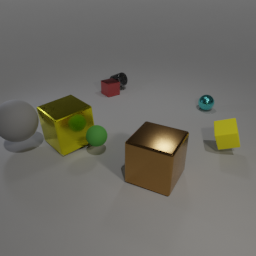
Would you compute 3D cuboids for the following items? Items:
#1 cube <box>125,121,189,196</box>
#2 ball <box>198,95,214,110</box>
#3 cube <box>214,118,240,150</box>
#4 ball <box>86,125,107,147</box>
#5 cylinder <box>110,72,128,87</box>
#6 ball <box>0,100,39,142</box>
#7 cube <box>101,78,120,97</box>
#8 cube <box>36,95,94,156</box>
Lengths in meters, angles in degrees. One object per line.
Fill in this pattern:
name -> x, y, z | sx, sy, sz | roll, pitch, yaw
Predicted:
cube -> 0.831, 0.834, 8.121 | 1.400, 1.400, 1.400 | 15, 32, 23
ball -> 3.473, -1.131, 12.429 | 0.700, 0.700, 0.700 | 0, 29, 0
cube -> 3.245, 0.197, 9.197 | 0.700, 0.700, 0.700 | -9, 42, 23
ball -> -1.018, 0.255, 9.099 | 0.700, 0.700, 0.700 | 0, 29, 0
cylinder -> -0.499, -2.498, 14.702 | 0.700, 0.700, 0.700 | -8, 17, 43
ball -> -3.681, -0.235, 9.237 | 1.400, 1.400, 1.400 | 0, 29, 0
cube -> -0.884, -2.035, 14.081 | 0.700, 0.700, 0.700 | -20, 34, -31
cube -> -2.127, -0.142, 9.795 | 1.400, 1.400, 1.400 | -26, 38, -31
